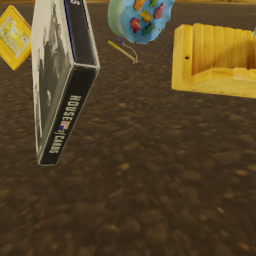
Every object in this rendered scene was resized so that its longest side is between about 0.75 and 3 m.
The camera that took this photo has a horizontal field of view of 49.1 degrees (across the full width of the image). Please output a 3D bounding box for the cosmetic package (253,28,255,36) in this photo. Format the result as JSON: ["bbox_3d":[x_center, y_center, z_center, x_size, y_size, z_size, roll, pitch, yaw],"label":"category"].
[{"bbox_3d":[3.925,-2.290,6.814,1.461,1.746,1.452,22,37,10],"label":"cosmetic package"}]

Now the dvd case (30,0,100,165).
[{"bbox_3d":[-1.093,-1.194,4.078,0.351,2.130,2.834,3,57,-26],"label":"dvd case"}]

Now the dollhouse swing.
[{"bbox_3d":[1.928,-1.285,4.693,1.973,1.793,1.734,5,-12,-5],"label":"dollhouse swing"}]

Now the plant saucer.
[{"bbox_3d":[0.622,-3.989,8.842,2.832,2.832,0.388,-25,65,-37],"label":"plant saucer"}]

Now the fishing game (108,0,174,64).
[{"bbox_3d":[0.583,-3.099,7.548,0.407,2.615,1.873,44,10,35],"label":"fishing game"}]

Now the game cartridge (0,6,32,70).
[{"bbox_3d":[-3.106,-2.392,7.561,1.290,1.138,0.209,-36,9,28],"label":"game cartridge"}]
